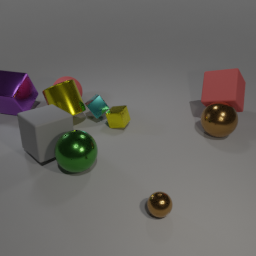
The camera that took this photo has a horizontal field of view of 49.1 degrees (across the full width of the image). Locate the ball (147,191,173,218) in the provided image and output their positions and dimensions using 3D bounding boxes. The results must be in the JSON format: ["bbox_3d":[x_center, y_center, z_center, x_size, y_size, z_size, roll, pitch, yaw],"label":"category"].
[{"bbox_3d":[0.882,2.112,7.750,0.700,0.700,0.700,0,33,0],"label":"ball"}]

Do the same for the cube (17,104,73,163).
[{"bbox_3d":[-2.885,0.143,9.948,1.400,1.400,1.400,-21,34,-38],"label":"cube"}]

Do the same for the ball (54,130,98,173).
[{"bbox_3d":[-1.697,0.760,9.205,1.400,1.400,1.400,0,33,0],"label":"ball"}]

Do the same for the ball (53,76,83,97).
[{"bbox_3d":[-2.829,-1.700,13.064,1.400,1.400,1.400,0,33,0],"label":"ball"}]

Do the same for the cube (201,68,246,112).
[{"bbox_3d":[4.051,-1.534,11.844,1.400,1.400,1.400,1,-15,35],"label":"cube"}]

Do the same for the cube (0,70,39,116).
[{"bbox_3d":[-5.075,-1.517,12.373,1.400,1.400,1.400,8,58,13],"label":"cube"}]

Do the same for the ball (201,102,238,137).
[{"bbox_3d":[3.561,-0.331,10.947,1.400,1.400,1.400,0,33,0],"label":"ball"}]

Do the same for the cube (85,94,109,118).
[{"bbox_3d":[-1.327,-0.942,11.954,0.700,0.700,0.700,-40,20,-5],"label":"cube"}]

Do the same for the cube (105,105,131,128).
[{"bbox_3d":[-0.405,-0.465,11.627,0.700,0.700,0.700,-3,28,28],"label":"cube"}]

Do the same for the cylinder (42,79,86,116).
[{"bbox_3d":[-2.656,-1.133,11.731,1.400,1.400,1.400,-21,8,3],"label":"cylinder"}]
